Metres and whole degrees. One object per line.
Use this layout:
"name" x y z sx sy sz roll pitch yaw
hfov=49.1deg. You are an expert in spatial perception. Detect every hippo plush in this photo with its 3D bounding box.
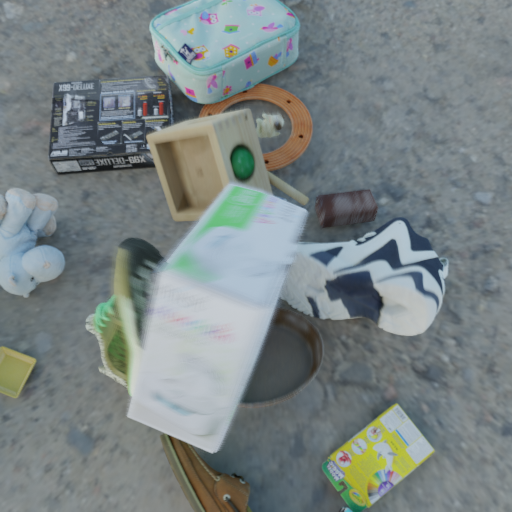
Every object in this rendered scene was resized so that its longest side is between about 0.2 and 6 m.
"hippo plush" -4.404 -0.158 10.187 1.985 1.581 1.596 -23 68 -10

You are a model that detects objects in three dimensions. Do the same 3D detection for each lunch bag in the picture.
"lunch bag" -0.754 -4.770 12.286 2.998 1.155 2.404 -31 66 -18

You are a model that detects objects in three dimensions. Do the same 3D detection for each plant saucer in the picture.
"plant saucer" 0.026 1.744 9.576 2.265 0.363 2.265 -5 36 4
"plant saucer" -4.377 2.080 9.978 0.740 0.179 0.740 19 69 8

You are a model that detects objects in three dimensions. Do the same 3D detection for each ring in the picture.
"ring" -0.027 -2.722 11.931 2.451 0.235 2.451 1 60 -2

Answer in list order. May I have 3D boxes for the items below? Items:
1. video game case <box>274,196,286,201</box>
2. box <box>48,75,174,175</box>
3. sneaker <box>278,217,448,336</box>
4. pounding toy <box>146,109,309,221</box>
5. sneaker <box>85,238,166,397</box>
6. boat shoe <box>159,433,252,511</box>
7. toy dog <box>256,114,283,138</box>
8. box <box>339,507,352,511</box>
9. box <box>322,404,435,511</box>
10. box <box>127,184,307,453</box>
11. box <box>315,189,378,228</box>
"video game case" -0.181 -0.693 11.191 1.262 0.152 1.385 16 67 7
"box" -3.023 -2.792 11.838 2.512 0.625 1.981 -5 67 -2
"sneaker" 1.910 0.119 10.302 3.372 1.346 2.195 9 31 35
"pounding toy" -0.491 -1.566 10.228 2.138 1.968 1.520 1 25 39
"sneaker" -2.173 1.086 8.890 1.406 3.174 1.220 14 34 14
"boat shoe" -0.523 3.860 8.844 0.936 0.991 2.754 -30 80 -14
"toy dog" 0.290 -2.452 10.588 0.537 0.554 0.387 31 63 -22
"box" 1.051 4.620 8.634 0.371 0.621 1.508 38 71 15
"box" 1.987 3.373 9.302 1.691 0.409 0.992 -32 71 -16
"box" -0.447 0.775 8.310 1.446 2.639 2.991 20 32 5
"box" 1.766 -0.930 11.008 1.107 0.415 0.554 -6 52 -8
